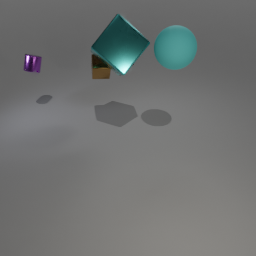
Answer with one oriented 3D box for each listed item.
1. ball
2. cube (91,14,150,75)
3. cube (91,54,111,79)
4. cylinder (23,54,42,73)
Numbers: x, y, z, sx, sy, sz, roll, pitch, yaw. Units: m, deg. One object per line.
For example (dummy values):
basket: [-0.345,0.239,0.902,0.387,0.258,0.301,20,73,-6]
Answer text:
ball: [1.551,-2.628,9.200,1.400,1.400,1.400,0,32,0]
cube: [-0.320,-2.786,9.650,1.400,1.400,1.400,39,3,-13]
cube: [-1.066,-2.398,10.975,0.700,0.700,0.700,-3,65,-10]
cylinder: [-4.137,-2.799,12.149,0.700,0.700,0.700,11,15,-3]
